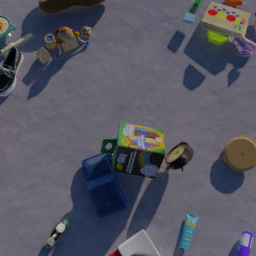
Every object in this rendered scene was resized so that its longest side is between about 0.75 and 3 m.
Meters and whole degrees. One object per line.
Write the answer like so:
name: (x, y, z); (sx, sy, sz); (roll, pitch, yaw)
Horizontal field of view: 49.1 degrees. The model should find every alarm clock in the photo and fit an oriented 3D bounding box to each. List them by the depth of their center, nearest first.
alarm clock: (1.624, 0.810, 8.731); (0.903, 1.338, 0.446); (-37, 107, 31)

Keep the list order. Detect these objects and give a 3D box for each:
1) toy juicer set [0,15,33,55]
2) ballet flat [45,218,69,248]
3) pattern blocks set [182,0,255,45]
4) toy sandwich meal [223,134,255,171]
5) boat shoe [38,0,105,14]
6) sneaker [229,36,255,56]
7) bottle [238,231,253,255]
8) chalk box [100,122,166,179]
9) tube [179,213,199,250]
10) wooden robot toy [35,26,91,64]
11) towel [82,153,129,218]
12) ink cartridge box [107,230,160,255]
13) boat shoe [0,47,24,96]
toy juicer set: (-4.841, -3.461, 10.158); (2.255, 0.613, 1.434); (30, 77, 7)
ballet flat: (-2.157, 3.217, 8.538); (0.377, 0.377, 1.015); (32, 77, 8)
pattern blocks set: (3.611, -3.944, 10.257); (2.923, 0.237, 2.569); (31, 66, 16)
toy sandwich meal: (3.669, 0.812, 9.157); (1.254, 0.430, 1.254); (0, 78, 2)
boat shoe: (-1.942, -5.132, 10.379); (2.916, 1.039, 0.941); (-13, 76, -2)
sneaker: (4.081, -2.965, 10.159); (1.041, 0.377, 0.593); (26, 80, 7)
bottle: (3.435, 3.522, 8.240); (0.305, 0.390, 0.934); (19, 53, 19)
chalk box: (0.107, 0.637, 8.464); (1.805, 1.127, 1.119); (12, 37, -4)
tube: (1.853, 3.187, 8.617); (0.405, 0.264, 1.046); (23, 72, -7)
wooden robot toy: (-2.325, -3.248, 9.887); (2.264, 1.027, 0.997); (-29, 78, -8)
towel: (-0.745, 1.779, 8.850); (1.078, 0.469, 1.931); (-19, 76, -4)
ink cartridge box: (0.293, 4.372, 8.180); (1.786, 0.453, 2.027); (-33, 77, -9)
boat shoe: (-4.174, -1.987, 9.771); (0.650, 0.602, 1.761); (19, 76, 5)
